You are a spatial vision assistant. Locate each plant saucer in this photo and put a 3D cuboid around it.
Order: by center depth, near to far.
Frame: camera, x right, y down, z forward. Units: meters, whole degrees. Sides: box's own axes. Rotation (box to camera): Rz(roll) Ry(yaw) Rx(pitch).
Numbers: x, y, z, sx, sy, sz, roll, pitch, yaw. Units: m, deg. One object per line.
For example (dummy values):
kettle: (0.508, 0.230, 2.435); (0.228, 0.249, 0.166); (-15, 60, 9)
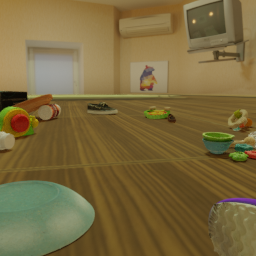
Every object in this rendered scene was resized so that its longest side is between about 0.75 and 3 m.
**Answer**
plant saucer: (-1.218, 0.898, 3.184); (1.669, 0.321, 1.669); (0, 9, 0)
plant saucer: (-4.528, -0.924, 12.658); (2.409, 0.389, 2.409); (-23, 7, 3)

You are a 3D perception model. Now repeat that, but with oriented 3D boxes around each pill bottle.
pill bottle: (-3.141, 0.298, 6.699); (0.761, 0.441, 0.441); (3, 9, 17)
pill bottle: (-3.590, -0.769, 12.942); (0.675, 0.675, 1.182); (1, 10, 9)

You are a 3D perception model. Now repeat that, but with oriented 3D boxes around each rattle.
rattle: (4.065, -0.051, 9.853); (0.820, 0.900, 1.260); (-30, 20, 14)

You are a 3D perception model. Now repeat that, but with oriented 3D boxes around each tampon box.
tampon box: (-6.174, -1.229, 14.069); (1.947, 1.229, 1.460); (7, 11, 39)

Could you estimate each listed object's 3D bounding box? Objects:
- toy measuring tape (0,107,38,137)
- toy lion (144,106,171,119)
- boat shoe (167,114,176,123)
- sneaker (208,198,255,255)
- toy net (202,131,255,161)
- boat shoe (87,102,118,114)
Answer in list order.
toy measuring tape: (-3.738, -0.135, 8.061); (0.955, 0.955, 2.596); (7, 11, 38)
toy lion: (1.333, -0.676, 13.398); (1.395, 0.479, 1.337); (7, 19, 40)
boat shoe: (1.822, -0.414, 11.827); (0.317, 0.317, 0.901); (-1, 10, -4)
sneaker: (1.571, 0.944, 2.085); (1.836, 0.638, 0.913); (12, 10, 33)
toy net: (2.805, 0.324, 6.546); (2.239, 0.432, 1.174); (-6, 10, -35)
boat shoe: (-1.425, -1.069, 15.106); (1.921, 0.611, 0.679); (5, 10, 29)
